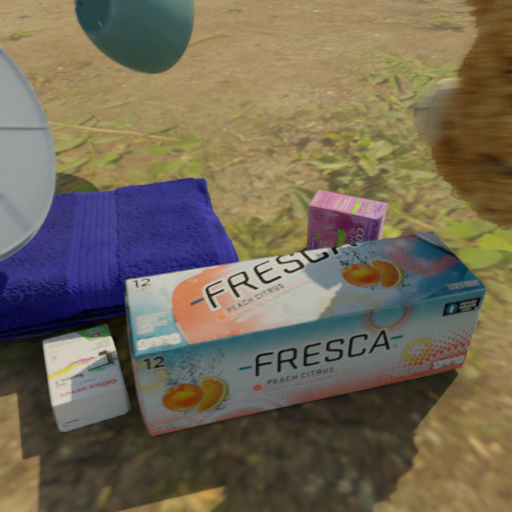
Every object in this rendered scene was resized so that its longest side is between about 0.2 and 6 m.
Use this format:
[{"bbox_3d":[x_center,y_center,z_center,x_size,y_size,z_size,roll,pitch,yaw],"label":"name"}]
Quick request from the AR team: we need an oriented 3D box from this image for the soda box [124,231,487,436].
[{"bbox_3d":[0.505,0.792,6.332,3.793,1.297,1.206,-9,37,-12],"label":"soda box"}]

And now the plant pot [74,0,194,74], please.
[{"bbox_3d":[-2.295,-4.250,9.712,2.036,2.036,1.371,25,25,30],"label":"plant pot"}]

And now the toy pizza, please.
[{"bbox_3d":[-3.221,-1.217,5.517,0.451,2.848,2.848,-13,29,28],"label":"toy pizza"}]

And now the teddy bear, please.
[{"bbox_3d":[2.677,-1.782,6.067,1.405,3.050,4.207,-8,17,4],"label":"teddy bear"}]

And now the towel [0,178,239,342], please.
[{"bbox_3d":[-2.435,0.023,7.807,4.123,1.021,3.044,-8,30,-10],"label":"towel"}]

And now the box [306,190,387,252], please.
[{"bbox_3d":[1.313,-0.368,8.263,1.048,0.922,0.507,13,38,16],"label":"box"}]

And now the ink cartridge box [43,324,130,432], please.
[{"bbox_3d":[-1.925,1.344,6.311,0.766,0.444,1.058,-14,38,-18],"label":"ink cartridge box"}]
